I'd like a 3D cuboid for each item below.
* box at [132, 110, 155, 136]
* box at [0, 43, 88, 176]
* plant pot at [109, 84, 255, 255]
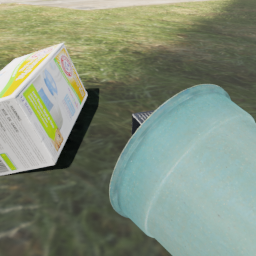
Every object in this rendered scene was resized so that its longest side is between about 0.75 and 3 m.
[{"bbox_3d":[0.987,0.223,6.434,1.394,0.879,1.418,-12,34,-20],"label":"box"},{"bbox_3d":[-2.222,-0.583,6.534,1.506,1.671,2.971,-13,31,16],"label":"box"},{"bbox_3d":[1.485,1.104,3.742,2.537,2.537,2.485,-21,46,-31],"label":"plant pot"}]
